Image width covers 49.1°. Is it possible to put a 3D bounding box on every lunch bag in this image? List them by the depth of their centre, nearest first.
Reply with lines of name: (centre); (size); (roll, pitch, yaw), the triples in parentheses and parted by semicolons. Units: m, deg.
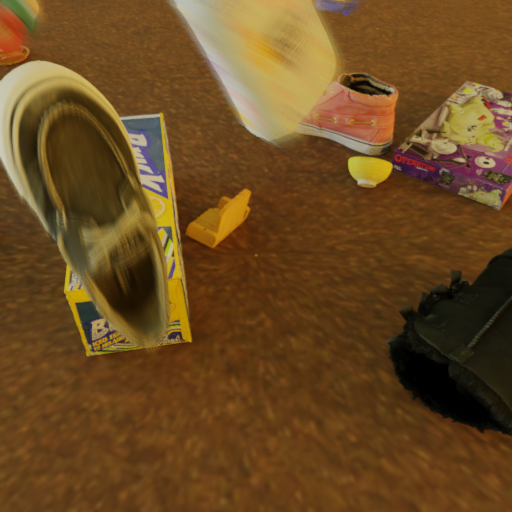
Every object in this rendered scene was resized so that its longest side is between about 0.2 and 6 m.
lunch bag: (0.035, -3.437, 8.387); (1.801, 2.403, 2.834); (-15, 44, 23)

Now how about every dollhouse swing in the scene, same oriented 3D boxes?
dollhouse swing: (-0.617, -0.742, 9.046); (0.830, 0.803, 0.913); (26, 50, 25)

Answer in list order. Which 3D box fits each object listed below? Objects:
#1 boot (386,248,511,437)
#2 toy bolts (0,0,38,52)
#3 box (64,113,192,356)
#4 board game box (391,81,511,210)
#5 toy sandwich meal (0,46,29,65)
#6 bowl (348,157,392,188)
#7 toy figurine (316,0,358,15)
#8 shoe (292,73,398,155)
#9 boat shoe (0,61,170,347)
boot: (3.439, 1.193, 6.681); (2.631, 1.188, 3.211); (-29, 43, -30)
toy bolts: (-3.528, -3.388, 7.351); (1.252, 1.196, 0.868); (18, 49, -4)
box: (-1.916, -0.573, 8.477); (1.445, 1.326, 4.123); (-7, 43, -8)
board game box: (4.425, -2.329, 11.004); (2.148, 0.578, 3.578); (30, 50, 23)
toy sandwich meal: (-6.297, -5.178, 14.109); (1.177, 0.403, 1.177); (0, 43, 0)
bowl: (2.012, -1.462, 10.030); (0.790, 0.790, 0.425); (9, 88, 10)
toy figurine: (1.371, -4.787, 9.417); (1.271, 2.121, 1.119); (-56, 38, 3)
shoe: (1.471, -3.083, 11.195); (2.840, 1.292, 1.015); (26, 49, 25)
boat shoe: (-1.159, -0.259, 4.540); (0.950, 2.636, 0.935); (-34, 51, -18)
